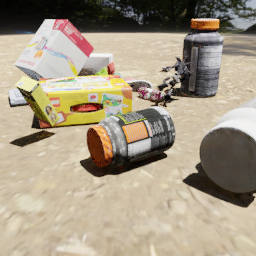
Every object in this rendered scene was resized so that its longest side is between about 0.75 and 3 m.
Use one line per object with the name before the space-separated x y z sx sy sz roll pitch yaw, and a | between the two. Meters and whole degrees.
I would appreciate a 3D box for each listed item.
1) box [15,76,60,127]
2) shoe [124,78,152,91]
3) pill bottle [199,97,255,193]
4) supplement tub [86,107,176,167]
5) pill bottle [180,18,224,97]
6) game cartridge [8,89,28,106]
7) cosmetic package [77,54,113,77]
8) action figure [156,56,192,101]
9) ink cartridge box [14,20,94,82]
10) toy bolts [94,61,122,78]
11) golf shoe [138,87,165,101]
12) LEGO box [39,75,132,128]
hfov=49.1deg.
box | -2.282 -0.642 7.185 0.548 1.457 0.365 23 63 23
shoe | 0.387 -1.917 12.196 1.460 0.522 0.664 3 28 17
pill bottle | 2.744 0.194 5.882 1.540 1.540 2.707 20 30 40
supplement tub | 0.070 0.206 6.374 1.842 1.128 1.128 -14 26 -29
pill bottle | 2.955 -2.820 11.232 1.556 2.930 1.556 0 23 0
game cartridge | -4.023 -1.228 10.879 1.094 0.341 1.643 -6 23 -23
cosmetic package | -1.923 -2.866 13.448 2.387 1.347 0.968 4 23 5
action figure | 1.662 -1.930 10.428 0.909 1.059 1.781 5 52 52
ink cartridge box | -3.034 -2.926 11.591 1.775 2.442 1.766 20 -13 42
toy bolts | -0.880 -1.667 11.447 1.747 1.269 1.829 -34 12 38
golf shoe | 0.935 -1.297 10.972 0.568 0.467 1.241 1 17 -45
LEGO box | -1.465 -0.972 9.219 2.802 1.081 2.086 -6 23 -13
